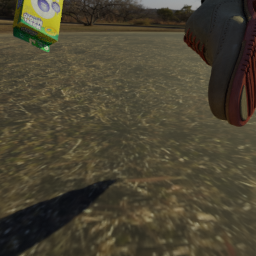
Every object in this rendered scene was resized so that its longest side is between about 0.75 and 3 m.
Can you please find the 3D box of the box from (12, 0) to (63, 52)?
[{"bbox_3d":[-2.526,-3.306,7.956,0.496,2.050,1.203,-7,-16,42],"label":"box"}]

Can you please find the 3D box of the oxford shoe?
[{"bbox_3d":[1.065,-0.909,3.211,0.890,0.839,2.380,1,43,25],"label":"oxford shoe"}]
